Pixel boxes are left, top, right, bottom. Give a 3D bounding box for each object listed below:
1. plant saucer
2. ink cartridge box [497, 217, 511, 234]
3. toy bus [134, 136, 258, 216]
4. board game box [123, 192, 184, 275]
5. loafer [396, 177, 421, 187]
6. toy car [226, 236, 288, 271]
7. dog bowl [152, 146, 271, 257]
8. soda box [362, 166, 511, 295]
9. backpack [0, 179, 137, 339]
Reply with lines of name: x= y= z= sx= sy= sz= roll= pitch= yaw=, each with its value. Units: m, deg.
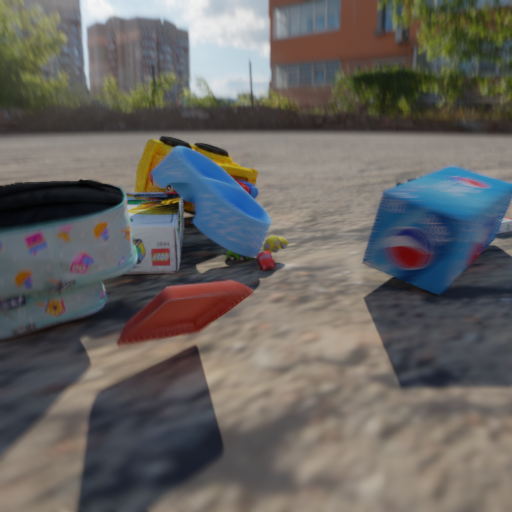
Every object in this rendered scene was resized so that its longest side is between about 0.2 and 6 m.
plant saucer: x=-0.773 y=0.574 z=5.885 sx=1.125 sy=0.206 sz=1.123 roll=-4 pitch=-27 yaw=-44
ink cartridge box: x=5.318 y=-0.703 z=12.176 sx=0.998 sy=0.251 sz=0.544 roll=-10 pitch=19 yaw=-29
toy bus: x=-1.087 y=-1.508 z=12.393 sx=2.353 sy=1.663 sz=2.451 roll=29 pitch=18 yaw=39
board game box: x=-3.894 y=-0.467 z=10.115 sx=5.067 sy=0.877 sz=3.198 roll=-2 pitch=16 yaw=-6
loafer: x=5.083 y=-2.138 z=16.729 sx=1.835 sy=0.578 sz=0.660 roll=9 pitch=18 yaw=29
toy car: x=-0.052 y=-0.084 z=9.741 sx=1.038 sy=0.246 sz=1.103 roll=-1 pitch=26 yaw=20
dog bowl: x=-0.758 y=-1.057 z=10.082 sx=2.655 sy=0.658 sz=1.480 roll=47 pitch=22 yaw=29
soda box: x=3.241 y=-0.603 z=9.523 sx=1.288 sy=1.218 sz=3.797 roll=25 pitch=27 yaw=27
backpack: x=-2.656 y=-0.091 z=7.119 sx=2.270 sy=1.740 sz=1.996 roll=-21 pitch=23 yaw=-19
